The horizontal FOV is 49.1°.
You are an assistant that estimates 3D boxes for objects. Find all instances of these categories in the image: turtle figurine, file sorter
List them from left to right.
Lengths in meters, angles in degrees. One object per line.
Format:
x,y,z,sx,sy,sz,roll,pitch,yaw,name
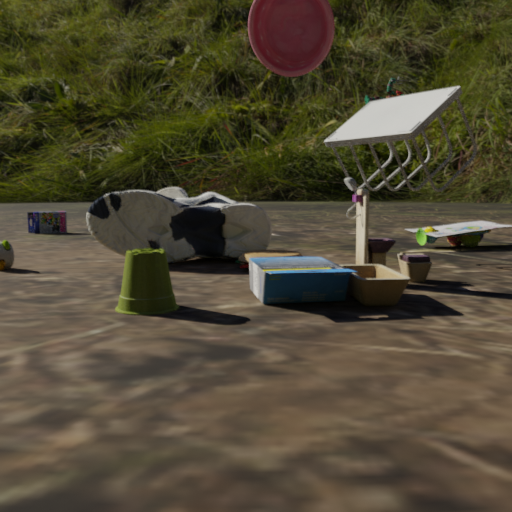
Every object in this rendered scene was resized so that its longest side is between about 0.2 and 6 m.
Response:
2.843,-3.255,11.728,1.039,0.777,0.523,-20,-26,-5,turtle figurine
2.615,-1.993,10.136,1.448,1.299,2.087,-42,27,-23,file sorter

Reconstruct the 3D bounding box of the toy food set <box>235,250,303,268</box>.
0.235,0.085,9.441,1.155,0.281,1.144,4,8,27,toy food set

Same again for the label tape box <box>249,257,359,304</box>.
0.523,0.317,6.846,1.036,0.455,1.436,-1,7,-9,label tape box

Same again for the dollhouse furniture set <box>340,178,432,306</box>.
1.752,-0.267,7.278,1.682,1.507,2.123,-1,7,-4,dollhouse furniture set

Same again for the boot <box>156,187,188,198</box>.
-1.966,-0.810,12.062,2.051,0.746,0.927,-32,-15,33,boot

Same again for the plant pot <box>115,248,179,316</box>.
-1.237,0.269,6.352,0.718,0.682,0.718,1,6,0,plant pot

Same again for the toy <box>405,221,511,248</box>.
4.701,-0.458,12.906,2.185,0.516,1.258,-4,11,-17,toy

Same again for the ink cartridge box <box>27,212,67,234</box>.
-6.162,-0.984,16.534,1.083,0.646,0.227,-2,8,-21,ink cartridge box

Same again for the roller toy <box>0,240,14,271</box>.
-4.300,0.005,9.357,0.464,0.508,0.355,-6,-1,44,roller toy

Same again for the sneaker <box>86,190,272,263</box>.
-1.433,-0.593,10.909,3.324,1.327,2.163,-3,3,-4,sneaker

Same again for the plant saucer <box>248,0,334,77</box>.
0.551,-3.419,8.395,1.373,1.373,0.348,4,27,29,plant saucer
